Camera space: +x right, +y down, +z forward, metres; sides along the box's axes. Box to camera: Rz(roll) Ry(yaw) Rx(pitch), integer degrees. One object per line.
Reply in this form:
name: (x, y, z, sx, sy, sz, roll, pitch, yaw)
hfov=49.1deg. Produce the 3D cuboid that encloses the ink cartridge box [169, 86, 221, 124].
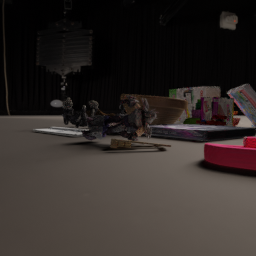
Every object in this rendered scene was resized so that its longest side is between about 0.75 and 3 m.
ink cartridge box: (3.394, -1.150, 14.561, 1.085, 1.870, 2.583, -4, 5, -34)

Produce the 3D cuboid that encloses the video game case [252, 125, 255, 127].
video game case: (5.803, -0.080, 11.704, 0.699, 0.087, 0.976, -3, 4, -41)

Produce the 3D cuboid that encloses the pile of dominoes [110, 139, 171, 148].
pile of dominoes: (0.189, 0.317, 4.994, 1.001, 0.159, 0.780, 7, -2, -5)

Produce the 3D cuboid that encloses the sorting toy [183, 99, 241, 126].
sorting toy: (3.621, -0.687, 12.405, 2.948, 1.210, 1.772, -3, 4, -34)

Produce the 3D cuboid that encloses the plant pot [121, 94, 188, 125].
plant pot: (0.885, -0.554, 10.112, 2.412, 1.113, 2.412, 7, 5, -1)

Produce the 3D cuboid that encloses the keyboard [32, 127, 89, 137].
keyboard: (-1.921, 0.116, 8.286, 0.778, 0.147, 2.764, -9, 8, -40)

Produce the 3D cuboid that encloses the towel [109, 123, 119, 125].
towel: (0.078, -0.357, 14.256, 2.121, 0.358, 2.221, 0, 2, 2)

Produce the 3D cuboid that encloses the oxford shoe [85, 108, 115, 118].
oxford shoe: (-1.948, -0.892, 17.891, 2.426, 1.024, 0.882, 2, 2, 8)

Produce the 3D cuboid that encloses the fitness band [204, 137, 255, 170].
fitness band: (1.721, 0.300, 3.467, 1.535, 0.287, 1.103, 1, 4, 39)

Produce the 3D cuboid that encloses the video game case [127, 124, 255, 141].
video game case: (1.636, 0.066, 7.769, 2.057, 0.273, 2.879, -2, 5, -37)

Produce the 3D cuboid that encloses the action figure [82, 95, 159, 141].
action figure: (-0.121, -0.118, 5.882, 1.612, 1.049, 0.559, -13, -36, 20)

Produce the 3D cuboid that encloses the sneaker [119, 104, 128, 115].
sneaker: (-0.030, -0.571, 11.480, 0.326, 0.865, 0.492, -36, 27, -2)

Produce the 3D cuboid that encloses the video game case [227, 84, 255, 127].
video game case: (4.544, -0.731, 10.238, 0.228, 1.868, 2.613, -40, -3, 9)

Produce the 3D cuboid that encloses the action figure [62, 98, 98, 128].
action figure: (-1.994, -0.600, 11.255, 1.438, 1.235, 2.420, 10, -2, -21)

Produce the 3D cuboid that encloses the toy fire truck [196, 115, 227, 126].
toy fire truck: (2.613, -0.148, 8.737, 0.789, 0.527, 0.940, 3, 3, -3)

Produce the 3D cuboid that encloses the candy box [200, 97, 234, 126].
candy box: (3.398, -0.568, 10.618, 0.531, 1.187, 1.741, 5, 6, 44)
